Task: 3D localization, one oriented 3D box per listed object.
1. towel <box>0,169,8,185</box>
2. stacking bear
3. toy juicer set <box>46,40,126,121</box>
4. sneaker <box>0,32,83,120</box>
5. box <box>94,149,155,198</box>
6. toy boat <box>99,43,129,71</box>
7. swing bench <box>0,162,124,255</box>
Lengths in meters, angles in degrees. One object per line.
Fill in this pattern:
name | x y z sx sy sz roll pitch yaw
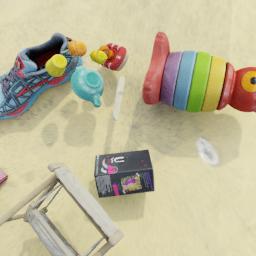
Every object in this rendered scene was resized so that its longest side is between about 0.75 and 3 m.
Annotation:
towel | -4.168 1.004 6.606 2.111 0.240 1.520 38 59 8
stacking bear | 1.882 -1.043 6.543 2.729 1.552 1.657 12 77 12
toy juicer set | -0.806 -1.183 6.598 2.003 0.545 1.274 40 58 -14
sneaker | -2.558 -1.379 6.874 2.956 1.412 1.172 -38 76 -10
box | -0.083 1.008 6.289 1.263 0.772 0.670 -7 119 -1
toy boat | -0.457 -1.841 7.005 0.980 0.641 0.640 32 97 43
swing bench | -1.196 1.850 5.228 1.763 1.144 1.753 -45 74 4
